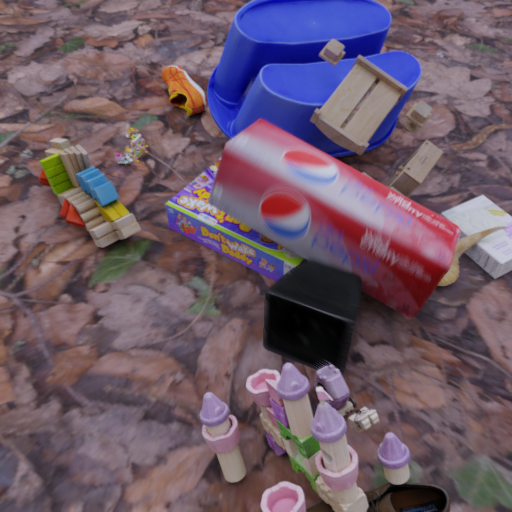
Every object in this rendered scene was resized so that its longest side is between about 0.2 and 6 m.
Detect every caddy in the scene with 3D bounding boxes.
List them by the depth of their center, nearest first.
[{"bbox_3d":[1.423,-4.334,14.201,5.310,2.787,3.754,-13,67,-20],"label":"caddy"}]

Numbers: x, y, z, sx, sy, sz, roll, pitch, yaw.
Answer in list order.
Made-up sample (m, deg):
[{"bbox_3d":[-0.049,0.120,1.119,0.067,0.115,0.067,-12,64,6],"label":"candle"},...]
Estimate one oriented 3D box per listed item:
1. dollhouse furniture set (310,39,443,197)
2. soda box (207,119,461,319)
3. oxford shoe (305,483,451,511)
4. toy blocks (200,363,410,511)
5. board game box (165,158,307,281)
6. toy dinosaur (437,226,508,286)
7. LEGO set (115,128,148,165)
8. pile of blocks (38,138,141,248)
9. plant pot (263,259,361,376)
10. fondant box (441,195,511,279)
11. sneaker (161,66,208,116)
[{"bbox_3d":[2.042,-2.460,12.266,3.382,1.652,2.885,37,70,3],"label":"dollhouse furniture set"},{"bbox_3d":[1.425,-0.775,10.503,4.460,1.414,1.561,29,40,9],"label":"soda box"},{"bbox_3d":[1.521,3.607,7.794,2.470,1.042,0.897,-13,50,-10],"label":"oxford shoe"},{"bbox_3d":[0.681,2.236,7.859,2.544,2.141,2.377,-25,25,-22],"label":"toy blocks"},{"bbox_3d":[0.033,-0.857,12.234,3.311,0.741,2.226,26,52,22],"label":"board game box"},{"bbox_3d":[3.690,-0.037,11.517,2.685,0.782,1.358,-34,63,-11],"label":"toy dinosaur"},{"bbox_3d":[-3.146,-2.965,14.372,0.687,0.556,1.493,1,46,1],"label":"LEGO set"},{"bbox_3d":[-3.975,-1.423,12.289,1.103,1.457,3.550,-32,55,-27],"label":"pile of blocks"},{"bbox_3d":[1.107,0.958,9.979,1.539,1.543,1.368,18,47,18],"label":"plant pot"},{"bbox_3d":[4.982,-0.447,12.004,1.271,0.513,1.761,-22,51,-20],"label":"fondant box"},{"bbox_3d":[-2.227,-4.757,15.934,0.855,0.809,2.216,-28,51,-18],"label":"sneaker"}]
